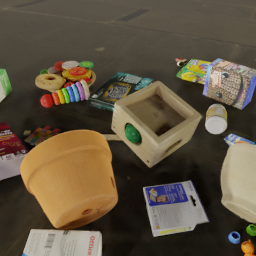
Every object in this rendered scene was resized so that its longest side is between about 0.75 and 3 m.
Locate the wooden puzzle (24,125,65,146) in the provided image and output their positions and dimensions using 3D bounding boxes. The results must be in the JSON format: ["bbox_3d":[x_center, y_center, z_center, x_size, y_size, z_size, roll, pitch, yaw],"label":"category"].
[{"bbox_3d":[-3.200,0.347,10.907,1.867,0.131,1.107,14,40,18],"label":"wooden puzzle"}]

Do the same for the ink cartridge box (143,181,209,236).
[{"bbox_3d":[1.335,2.298,8.188,1.556,0.366,1.538,-5,37,-6],"label":"ink cartridge box"}]

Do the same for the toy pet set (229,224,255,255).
[{"bbox_3d":[4.209,2.803,6.788,2.402,1.276,2.243,-14,40,-17],"label":"toy pet set"}]

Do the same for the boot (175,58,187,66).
[{"bbox_3d":[2.920,-3.834,16.196,0.635,0.318,0.880,26,37,30],"label":"boot"}]

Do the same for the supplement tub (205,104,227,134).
[{"bbox_3d":[3.565,-0.387,11.293,0.820,0.820,1.135,10,38,12],"label":"supplement tub"}]

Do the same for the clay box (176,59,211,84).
[{"bbox_3d":[4.028,-2.929,14.729,2.681,0.638,1.540,19,41,21],"label":"clay box"}]

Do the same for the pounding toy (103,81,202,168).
[{"bbox_3d":[0.575,-0.019,10.271,2.805,1.994,2.582,-30,61,-30],"label":"pounding toy"}]

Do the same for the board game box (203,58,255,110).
[{"bbox_3d":[4.649,-2.035,12.792,1.994,1.590,0.966,29,46,33],"label":"board game box"}]

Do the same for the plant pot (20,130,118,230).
[{"bbox_3d":[-1.424,1.532,7.664,2.559,2.559,1.792,-17,56,-21],"label":"plant pot"}]

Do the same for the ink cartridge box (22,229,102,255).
[{"bbox_3d":[-1.567,3.202,6.692,1.777,0.749,1.297,2,38,2],"label":"ink cartridge box"}]

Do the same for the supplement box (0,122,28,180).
[{"bbox_3d":[-4.472,0.734,9.728,1.310,0.733,2.406,-15,38,-38],"label":"supplement box"}]

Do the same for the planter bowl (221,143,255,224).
[{"bbox_3d":[3.539,1.705,7.659,2.321,2.321,1.562,25,73,29],"label":"planter bowl"}]

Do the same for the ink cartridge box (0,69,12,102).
[{"bbox_3d":[-6.931,-1.534,12.449,2.099,1.209,2.875,5,38,7],"label":"ink cartridge box"}]

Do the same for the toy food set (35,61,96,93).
[{"bbox_3d":[-3.105,-2.652,14.318,2.900,0.705,2.870,0,37,1],"label":"toy food set"}]

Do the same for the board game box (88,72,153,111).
[{"bbox_3d":[-0.259,-1.740,13.378,2.009,0.418,2.970,17,41,21],"label":"board game box"}]

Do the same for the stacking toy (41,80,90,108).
[{"bbox_3d":[-2.889,-1.486,12.756,2.165,0.924,0.924,-17,41,-15],"label":"stacking toy"}]

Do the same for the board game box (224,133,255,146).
[{"bbox_3d":[3.779,0.886,8.666,0.334,1.313,1.939,-39,3,6],"label":"board game box"}]
